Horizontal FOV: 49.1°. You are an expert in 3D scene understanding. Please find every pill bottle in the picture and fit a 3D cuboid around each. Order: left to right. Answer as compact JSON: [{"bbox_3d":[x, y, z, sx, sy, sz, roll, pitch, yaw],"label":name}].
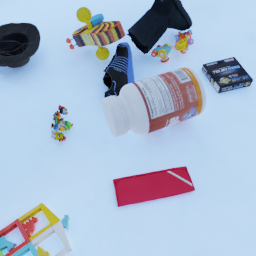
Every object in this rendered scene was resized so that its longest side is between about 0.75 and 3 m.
[{"bbox_3d":[0.741,-0.718,8.402,2.831,1.588,1.588,-19,56,-12],"label":"pill bottle"}]

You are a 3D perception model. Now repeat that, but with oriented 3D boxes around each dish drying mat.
[{"bbox_3d":[0.689,1.547,7.600,2.119,0.193,0.814,-9,55,-7],"label":"dish drying mat"}]

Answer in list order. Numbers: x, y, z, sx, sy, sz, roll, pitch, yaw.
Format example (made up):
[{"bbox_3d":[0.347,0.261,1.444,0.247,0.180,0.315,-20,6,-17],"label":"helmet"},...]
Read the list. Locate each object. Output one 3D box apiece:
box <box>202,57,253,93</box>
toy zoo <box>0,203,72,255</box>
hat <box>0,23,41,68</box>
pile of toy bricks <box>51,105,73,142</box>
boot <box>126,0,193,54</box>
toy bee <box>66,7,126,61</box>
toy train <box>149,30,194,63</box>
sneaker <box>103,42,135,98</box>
[{"bbox_3d":[3.548,-1.926,10.077,1.324,0.329,1.314,-14,56,-10],"label":"box"},{"bbox_3d":[-2.355,2.788,6.669,2.203,0.225,1.445,-33,60,-22],"label":"toy zoo"},{"bbox_3d":[-4.158,-2.898,10.450,2.252,0.908,2.252,-2,60,4],"label":"hat"},{"bbox_3d":[-1.983,-0.140,8.692,0.584,0.656,1.182,24,34,-31],"label":"pile of toy bricks"},{"bbox_3d":[1.195,-3.770,10.613,2.199,2.617,1.000,-49,65,12],"label":"boot"},{"bbox_3d":[-1.392,-3.358,10.446,1.605,2.953,1.933,-38,106,-13],"label":"toy bee"},{"bbox_3d":[1.731,-3.124,10.857,2.060,0.573,1.547,-24,30,-4],"label":"toy train"},{"bbox_3d":[-0.384,-2.055,9.789,1.027,0.925,2.637,0,55,-9],"label":"sneaker"}]
